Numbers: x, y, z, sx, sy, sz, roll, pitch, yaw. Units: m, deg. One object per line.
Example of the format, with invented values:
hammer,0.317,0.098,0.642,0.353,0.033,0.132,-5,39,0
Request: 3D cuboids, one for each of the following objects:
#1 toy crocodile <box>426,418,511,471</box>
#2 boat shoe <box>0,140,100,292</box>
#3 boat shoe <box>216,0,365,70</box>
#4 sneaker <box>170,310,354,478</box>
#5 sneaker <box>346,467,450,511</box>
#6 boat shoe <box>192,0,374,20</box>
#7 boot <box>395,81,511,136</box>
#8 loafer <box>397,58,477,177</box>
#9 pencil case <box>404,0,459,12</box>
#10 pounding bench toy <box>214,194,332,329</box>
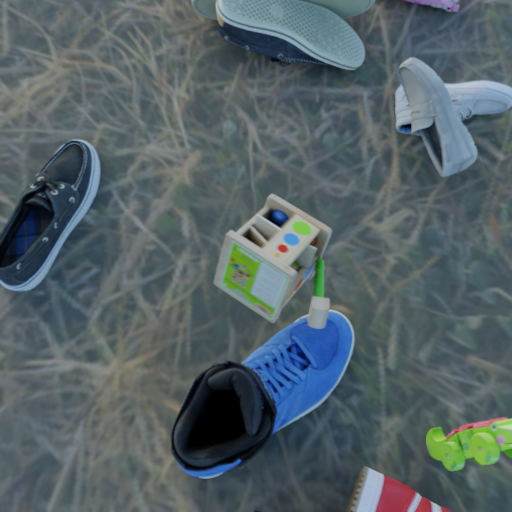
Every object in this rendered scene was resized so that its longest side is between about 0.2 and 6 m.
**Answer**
toy crocodile,2.906,2.396,7.265,0.647,1.915,0.591,-4,66,-17
boat shoe,-3.400,-0.787,9.140,0.974,0.803,2.838,16,70,6
boat shoe,0.620,-4.084,10.388,2.899,0.902,1.081,13,69,-12
sneaker,0.192,1.766,7.634,3.200,1.780,1.228,-36,73,-13
sneaker,1.659,4.336,7.077,1.575,0.998,2.801,20,68,11
boat shoe,0.512,-5.196,10.600,3.414,1.276,1.132,1,81,10
boot,3.480,-2.490,9.879,2.048,0.753,0.979,4,69,11
loafer,2.835,-2.251,9.128,0.707,0.708,2.026,-29,87,-11
pencil case,3.183,-5.277,10.922,1.697,0.742,0.742,17,70,5
pounding bench toy,0.505,0.139,7.555,1.619,1.006,1.263,33,47,15
